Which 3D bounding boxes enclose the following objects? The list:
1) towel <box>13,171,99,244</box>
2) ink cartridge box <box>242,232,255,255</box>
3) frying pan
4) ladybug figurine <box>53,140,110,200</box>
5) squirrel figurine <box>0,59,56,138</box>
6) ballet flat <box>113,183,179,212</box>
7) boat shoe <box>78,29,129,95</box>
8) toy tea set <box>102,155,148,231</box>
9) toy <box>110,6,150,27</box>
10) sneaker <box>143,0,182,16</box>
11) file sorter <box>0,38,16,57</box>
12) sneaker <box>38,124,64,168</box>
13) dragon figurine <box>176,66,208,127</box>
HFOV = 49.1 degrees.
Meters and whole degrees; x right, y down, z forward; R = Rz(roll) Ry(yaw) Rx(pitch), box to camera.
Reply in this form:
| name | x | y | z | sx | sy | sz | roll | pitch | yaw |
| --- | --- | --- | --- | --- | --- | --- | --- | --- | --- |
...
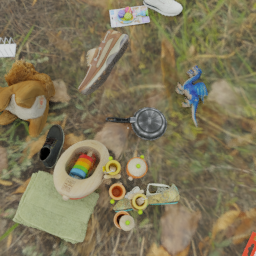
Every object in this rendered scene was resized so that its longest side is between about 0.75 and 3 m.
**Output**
| name | x | y | z | sx | sy | sz | roll | pitch | yaw |
| --- | --- | --- | --- | --- | --- | --- | --- | --- | --- |
| towel | -2.458 | 2.689 | 9.712 | 2.594 | 0.473 | 1.925 | 16 | 68 | 8 |
| ink cartridge box | 4.604 | 4.323 | 9.123 | 1.492 | 0.426 | 1.213 | 32 | 72 | 8 |
| frying pan | 0.445 | -0.419 | 11.054 | 2.323 | 0.378 | 1.405 | 28 | 70 | 7 |
| ladybug figurine | -1.583 | 1.489 | 9.655 | 1.709 | 0.906 | 2.518 | 22 | 46 | 10 |
| squirrel figurine | -4.346 | -1.313 | 10.841 | 2.537 | 1.924 | 2.718 | 10 | 54 | 15 |
| ballet flat | 0.591 | 2.317 | 9.585 | 2.291 | 0.810 | 0.810 | -9 | 68 | 0 |
| boat shoe | -0.979 | -2.284 | 9.669 | 0.926 | 0.977 | 2.581 | 34 | 80 | 5 |
| toy tea set | 0.018 | 1.928 | 8.683 | 1.384 | 0.862 | 2.328 | -6 | 72 | -12 |
| toy | 0.063 | -5.273 | 12.934 | 1.782 | 0.421 | 1.026 | -6 | 68 | -3 |
| sneaker | 1.616 | -5.836 | 12.979 | 1.908 | 0.768 | 0.729 | 19 | 68 | 6 |
| file sorter | -5.453 | -3.510 | 12.133 | 0.956 | 0.595 | 0.663 | -2 | 68 | 0 |
| sneaker | -2.799 | 0.548 | 10.329 | 0.639 | 0.907 | 1.708 | 3 | 68 | 1 |
| dragon figurine | 2.726 | -1.366 | 11.191 | 1.241 | 0.734 | 2.495 | -17 | 68 | -6 |
